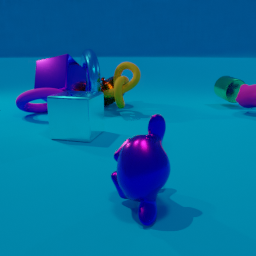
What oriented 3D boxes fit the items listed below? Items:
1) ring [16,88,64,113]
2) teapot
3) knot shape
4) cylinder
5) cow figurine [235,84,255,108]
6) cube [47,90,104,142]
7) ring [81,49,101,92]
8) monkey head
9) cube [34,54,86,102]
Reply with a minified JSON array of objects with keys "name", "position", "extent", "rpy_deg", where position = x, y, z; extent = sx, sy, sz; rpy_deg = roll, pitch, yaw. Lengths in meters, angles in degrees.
[{"name":"ring","position":[-2.502,-0.784,8.207],"extent":[1.478,0.296,1.478],"rpy_deg":[-11,-13,-3]},{"name":"teapot","position":[-0.689,-1.340,9.749],"extent":[1.139,0.897,1.832],"rpy_deg":[-27,20,14]},{"name":"knot shape","position":[-0.223,-1.185,8.378],"extent":[0.659,1.427,1.335],"rpy_deg":[27,40,-21]},{"name":"cylinder","position":[3.537,-1.353,9.723],"extent":[0.809,0.809,0.809],"rpy_deg":[-3,20,-11]},{"name":"cow figurine","position":[3.890,-0.849,8.117],"extent":[1.551,0.851,1.526],"rpy_deg":[-5,26,34]},{"name":"cube","position":[-1.136,-0.297,6.313],"extent":[0.956,0.956,0.956],"rpy_deg":[4,16,13]},{"name":"ring","position":[-1.235,-1.602,9.193],"extent":[0.388,1.942,1.942],"rpy_deg":[-7,17,-16]},{"name":"monkey head","position":[0.274,0.518,3.483],"extent":[0.922,1.282,0.773],"rpy_deg":[15,-15,-30]},{"name":"cube","position":[-2.148,-1.480,9.023],"extent":[1.187,1.187,1.187],"rpy_deg":[-8,-19,19]}]
